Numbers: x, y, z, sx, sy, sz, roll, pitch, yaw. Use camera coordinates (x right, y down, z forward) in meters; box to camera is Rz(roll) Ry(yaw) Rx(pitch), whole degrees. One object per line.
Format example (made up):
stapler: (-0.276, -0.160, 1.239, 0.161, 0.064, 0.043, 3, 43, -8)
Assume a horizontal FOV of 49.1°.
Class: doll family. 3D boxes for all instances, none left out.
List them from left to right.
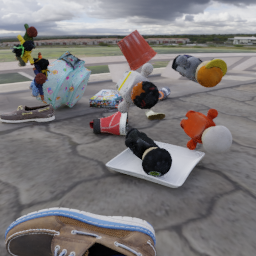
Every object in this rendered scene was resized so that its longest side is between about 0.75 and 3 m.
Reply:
doll family: (-3.044, -2.104, 9.023, 0.972, 2.478, 1.432, -31, 6, -33)

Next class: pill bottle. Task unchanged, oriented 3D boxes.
pill bottle: (1.885, -1.874, 15.205, 0.578, 0.578, 1.088, 10, 23, 24)

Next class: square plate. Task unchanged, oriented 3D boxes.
square plate: (0.836, 0.971, 7.993, 2.164, 0.308, 2.144, 12, 23, 28)

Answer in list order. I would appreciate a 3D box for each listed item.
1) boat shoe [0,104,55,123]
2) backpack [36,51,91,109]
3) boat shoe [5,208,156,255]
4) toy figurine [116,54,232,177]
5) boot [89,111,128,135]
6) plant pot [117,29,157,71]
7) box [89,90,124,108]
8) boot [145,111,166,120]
boat shoe: (-4.250, -0.634, 11.761, 2.225, 0.662, 0.799, -2, 21, -6)
backpack: (-3.108, -2.120, 13.411, 2.008, 2.303, 2.620, 35, 35, 6)
boat shoe: (-0.797, 1.937, 4.547, 2.556, 0.923, 0.925, 0, 22, -1)
toy figurine: (1.229, -0.421, 7.586, 2.922, 2.877, 2.033, -15, 25, -12)
boot: (-0.720, -0.344, 10.993, 1.445, 0.726, 2.004, 1, 24, 6)
plant pot: (0.256, -2.699, 9.644, 1.106, 1.075, 1.106, -34, 14, 10)
box: (-0.922, -1.536, 14.521, 1.501, 0.414, 2.198, 5, 21, 12)
boot: (1.177, -0.578, 12.173, 0.792, 0.285, 0.612, -6, 21, -11)
